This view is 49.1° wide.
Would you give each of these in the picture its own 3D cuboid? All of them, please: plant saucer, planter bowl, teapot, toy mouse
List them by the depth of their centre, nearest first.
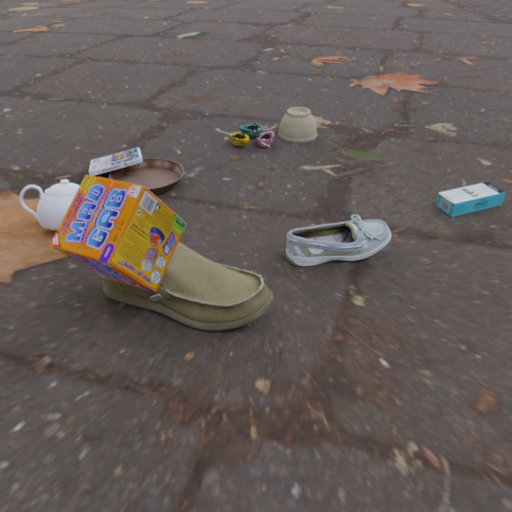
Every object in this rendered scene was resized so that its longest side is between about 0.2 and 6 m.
[{"bbox_3d":[-3.815,-1.068,11.153,1.212,0.897,1.228,11,23,28],"label":"teapot"},{"bbox_3d":[-2.522,-1.810,12.986,1.708,0.294,1.708,0,34,0],"label":"plant saucer"},{"bbox_3d":[0.026,-3.210,15.060,1.453,0.316,1.635,-28,43,-35],"label":"toy mouse"},{"bbox_3d":[1.150,-3.646,15.360,1.068,0.719,1.068,0,33,0],"label":"planter bowl"}]

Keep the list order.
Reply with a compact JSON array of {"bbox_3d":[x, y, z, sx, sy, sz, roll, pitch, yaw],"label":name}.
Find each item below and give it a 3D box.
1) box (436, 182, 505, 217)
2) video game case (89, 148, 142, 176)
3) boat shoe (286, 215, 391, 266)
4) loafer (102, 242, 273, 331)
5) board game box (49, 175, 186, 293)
[{"bbox_3d":[4.619,-1.225,12.080,1.353,0.333,0.557,-13,36,-18],"label":"box"},{"bbox_3d":[-3.350,-2.253,13.371,1.231,0.155,1.351,-17,23,-7],"label":"video game case"},{"bbox_3d":[1.538,-0.342,10.334,2.033,0.652,0.749,-9,45,-7],"label":"boat shoe"},{"bbox_3d":[-1.213,0.385,9.030,3.009,1.015,1.144,8,38,15],"label":"loafer"},{"bbox_3d":[-2.005,-0.320,8.293,1.194,1.194,1.193,14,73,29],"label":"board game box"}]
